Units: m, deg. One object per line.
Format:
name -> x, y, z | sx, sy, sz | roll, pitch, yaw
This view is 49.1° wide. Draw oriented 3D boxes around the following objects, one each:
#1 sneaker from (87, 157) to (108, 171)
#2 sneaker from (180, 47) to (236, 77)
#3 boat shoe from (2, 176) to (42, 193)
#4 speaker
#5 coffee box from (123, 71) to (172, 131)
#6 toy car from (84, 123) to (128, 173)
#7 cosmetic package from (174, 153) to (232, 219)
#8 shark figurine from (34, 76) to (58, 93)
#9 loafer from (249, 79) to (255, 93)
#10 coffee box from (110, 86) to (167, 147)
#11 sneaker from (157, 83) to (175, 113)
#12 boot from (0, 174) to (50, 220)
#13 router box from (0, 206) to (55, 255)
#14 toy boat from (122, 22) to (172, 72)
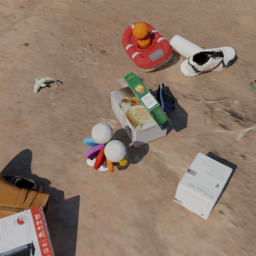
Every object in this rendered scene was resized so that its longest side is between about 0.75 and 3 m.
sneaker -> -1.059, 1.247, 9.993 | 0.945, 0.412, 0.352 | 16, 50, 12
sneaker -> 3.981, -3.242, 13.244 | 2.911, 1.164, 1.073 | -22, 81, -15
boat shoe -> -3.650, 1.833, 9.366 | 1.583, 0.580, 0.590 | 9, 50, 8
speaker -> 3.038, -4.025, 14.324 | 0.772, 0.772, 1.902 | -33, 56, -25
coffee box -> 0.672, -0.990, 9.904 | 0.466, 1.303, 2.119 | -36, 47, 4
toy car -> -0.834, 0.758, 9.518 | 1.283, 1.498, 1.712 | -35, 74, -8
cosmetic package -> 2.378, 1.840, 8.954 | 1.187, 1.188, 1.440 | 27, 54, 22
shark figurine -> -3.790, -2.107, 12.915 | 1.237, 0.516, 0.739 | -21, 86, -8
loafer -> 6.627, -1.930, 12.485 | 2.288, 0.797, 0.860 | 6, 49, 5
coffee box -> 0.377, -0.578, 11.184 | 1.375, 0.958, 2.404 | -20, 51, -15
sneaker -> 1.658, -1.268, 12.145 | 0.696, 0.602, 1.590 | 5, 56, -8
boot -> -3.635, 2.083, 8.797 | 2.310, 1.100, 2.986 | -1, 65, -5
router box -> -3.002, 3.405, 7.517 | 1.861, 0.506, 2.073 | -17, 77, -14
toy boat -> 0.759, -4.262, 13.566 | 1.906, 1.909, 2.920 | -32, 53, -1
